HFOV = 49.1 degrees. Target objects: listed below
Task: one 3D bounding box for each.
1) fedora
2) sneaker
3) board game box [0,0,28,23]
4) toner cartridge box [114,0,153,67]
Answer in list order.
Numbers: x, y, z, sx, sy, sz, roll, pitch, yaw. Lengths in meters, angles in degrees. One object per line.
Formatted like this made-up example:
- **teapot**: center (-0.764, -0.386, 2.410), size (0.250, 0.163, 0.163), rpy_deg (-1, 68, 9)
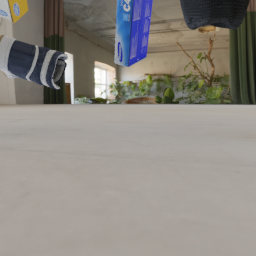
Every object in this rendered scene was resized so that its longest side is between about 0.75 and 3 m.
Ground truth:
- **fedora**: center (1.948, -2.886, 6.393), size (2.658, 1.214, 2.658), rpy_deg (0, 19, 0)
- **sneaker**: center (-2.514, -1.706, 7.679), size (1.590, 1.027, 2.932), rpy_deg (14, 5, -14)
- **board game box**: center (-2.220, -2.636, 3.699), size (1.579, 0.416, 2.063), rpy_deg (26, -32, 3)
- **toner cartridge box**: center (0.194, -3.432, 8.811), size (0.585, 2.710, 1.287), rpy_deg (22, 37, 24)
